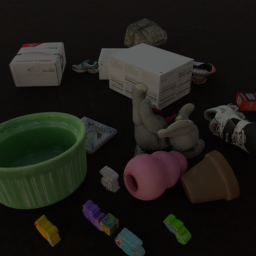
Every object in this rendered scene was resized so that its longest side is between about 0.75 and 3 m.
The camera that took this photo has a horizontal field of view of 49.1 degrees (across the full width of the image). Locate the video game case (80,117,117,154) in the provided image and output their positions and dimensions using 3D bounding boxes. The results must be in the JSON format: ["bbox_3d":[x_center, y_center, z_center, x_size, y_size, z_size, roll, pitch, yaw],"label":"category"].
[{"bbox_3d":[-1.417,0.206,9.837,1.558,0.171,1.420,22,41,27],"label":"video game case"}]

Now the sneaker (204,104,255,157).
[{"bbox_3d":[3.433,0.113,9.294,1.278,1.070,2.888,-5,26,-8],"label":"sneaker"}]

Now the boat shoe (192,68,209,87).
[{"bbox_3d":[3.206,-2.272,12.715,0.744,0.746,2.061,14,12,20],"label":"boat shoe"}]

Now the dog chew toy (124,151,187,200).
[{"bbox_3d":[0.856,1.189,7.696,1.956,1.218,1.218,-16,38,-35],"label":"dog chew toy"}]

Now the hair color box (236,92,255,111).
[{"bbox_3d":[5.281,-1.071,11.358,1.546,0.474,0.785,1,35,1],"label":"hair color box"}]

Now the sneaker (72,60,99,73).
[{"bbox_3d":[-2.155,-3.169,14.162,1.400,0.604,0.543,3,36,4],"label":"sneaker"}]

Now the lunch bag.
[{"bbox_3d":[1.101,-5.362,16.598,1.768,1.469,2.108,40,50,19],"label":"lunch bag"}]

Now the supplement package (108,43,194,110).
[{"bbox_3d":[0.948,-2.324,12.122,2.897,1.606,2.256,31,46,34],"label":"supplement package"}]

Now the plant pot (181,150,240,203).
[{"bbox_3d":[2.063,1.401,7.408,1.167,1.338,1.338,-22,38,-1],"label":"plant pot"}]

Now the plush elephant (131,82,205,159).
[{"bbox_3d":[1.262,-0.030,8.602,2.035,2.165,2.629,-4,62,17],"label":"plush elephant"}]

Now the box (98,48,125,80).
[{"bbox_3d":[-0.697,-3.202,13.907,1.357,0.948,1.783,1,36,2],"label":"box"}]

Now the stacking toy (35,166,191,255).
[{"bbox_3d":[-0.361,2.378,6.447,2.995,0.704,2.258,31,49,30],"label":"stacking toy"}]

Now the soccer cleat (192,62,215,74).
[{"bbox_3d":[3.446,-3.031,14.097,1.896,0.647,0.694,18,10,35],"label":"soccer cleat"}]

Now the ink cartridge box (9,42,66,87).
[{"bbox_3d":[-4.241,-3.125,13.603,2.043,1.173,2.814,-2,36,-3],"label":"ink cartridge box"}]

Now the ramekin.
[{"bbox_3d":[-2.493,0.821,7.654,2.900,1.417,2.900,-4,29,2],"label":"ramekin"}]
